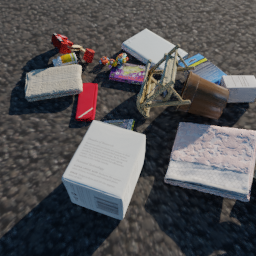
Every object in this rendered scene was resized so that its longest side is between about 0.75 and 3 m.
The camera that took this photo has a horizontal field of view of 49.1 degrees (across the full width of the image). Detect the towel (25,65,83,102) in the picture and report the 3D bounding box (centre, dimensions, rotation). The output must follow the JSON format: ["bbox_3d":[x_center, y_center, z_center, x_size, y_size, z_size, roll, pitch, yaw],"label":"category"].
[{"bbox_3d":[-3.243,-1.979,12.280,2.502,0.431,1.658,-8,55,-2],"label":"towel"}]

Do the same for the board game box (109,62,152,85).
[{"bbox_3d":[0.125,-2.493,12.798,1.766,0.285,1.060,11,59,7],"label":"board game box"}]

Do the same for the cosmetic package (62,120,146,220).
[{"bbox_3d":[-0.649,1.340,8.977,1.861,1.859,2.255,16,55,11],"label":"cosmetic package"}]

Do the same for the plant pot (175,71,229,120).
[{"bbox_3d":[2.957,-1.199,11.089,1.673,1.690,1.690,19,56,4],"label":"plant pot"}]

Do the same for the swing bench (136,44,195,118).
[{"bbox_3d":[1.324,-1.786,11.013,2.098,1.361,2.087,-17,45,37],"label":"swing bench"}]

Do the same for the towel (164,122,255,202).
[{"bbox_3d":[2.900,0.985,9.766,2.834,0.457,2.707,9,54,21],"label":"towel"}]

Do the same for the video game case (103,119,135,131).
[{"bbox_3d":[-0.471,0.139,10.625,1.296,0.165,1.171,-2,46,17],"label":"video game case"}]

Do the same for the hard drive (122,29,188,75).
[{"bbox_3d":[1.278,-3.754,13.639,1.806,0.360,2.738,-38,63,-24],"label":"hard drive"}]

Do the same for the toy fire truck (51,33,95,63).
[{"bbox_3d":[-2.673,-3.857,13.418,1.566,0.541,2.220,4,29,-34],"label":"toy fire truck"}]

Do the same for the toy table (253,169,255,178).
[{"bbox_3d":[5.187,1.502,8.861,1.448,2.273,2.473,32,54,1],"label":"toy table"}]

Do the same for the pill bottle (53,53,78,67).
[{"bbox_3d":[-2.924,-3.084,13.006,1.050,0.583,0.583,-17,56,-13],"label":"pill bottle"}]

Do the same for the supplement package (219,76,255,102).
[{"bbox_3d":[4.609,-1.637,11.753,1.381,0.837,0.827,0,47,-2],"label":"supplement package"}]

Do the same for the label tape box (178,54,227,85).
[{"bbox_3d":[3.277,-2.414,12.517,1.295,0.598,1.808,-29,58,-20],"label":"label tape box"}]

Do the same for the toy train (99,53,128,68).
[{"bbox_3d":[-0.675,-3.259,13.076,1.327,0.369,0.997,-20,44,-4],"label":"toy train"}]

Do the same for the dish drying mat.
[{"bbox_3d":[-1.734,-1.143,11.835,0.788,0.187,2.052,0,54,1],"label":"dish drying mat"}]
